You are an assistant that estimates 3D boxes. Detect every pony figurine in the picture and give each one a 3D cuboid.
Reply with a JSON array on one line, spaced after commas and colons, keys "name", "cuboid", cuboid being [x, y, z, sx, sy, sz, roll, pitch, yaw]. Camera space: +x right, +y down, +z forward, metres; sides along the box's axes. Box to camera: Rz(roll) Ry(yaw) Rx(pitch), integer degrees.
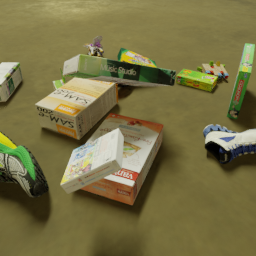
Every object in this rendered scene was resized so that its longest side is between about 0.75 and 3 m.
[{"name": "pony figurine", "cuboid": [-1.677, -4.136, 14.465, 1.066, 0.919, 1.104, -22, 56, -13]}]

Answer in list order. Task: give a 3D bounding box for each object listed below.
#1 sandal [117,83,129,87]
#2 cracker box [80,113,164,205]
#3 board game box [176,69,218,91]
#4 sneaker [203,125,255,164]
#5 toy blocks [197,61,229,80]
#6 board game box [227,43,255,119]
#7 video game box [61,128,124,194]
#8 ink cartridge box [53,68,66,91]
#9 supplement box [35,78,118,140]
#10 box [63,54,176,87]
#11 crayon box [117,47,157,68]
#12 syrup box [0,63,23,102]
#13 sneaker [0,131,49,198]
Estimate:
[{"name": "sandal", "cuboid": [-0.166, -2.058, 11.788, 0.818, 0.521, 2.175, 40, 31, 5]}, {"name": "cracker box", "cuboid": [-0.227, 0.703, 7.855, 1.787, 0.769, 2.667, 13, 39, 17]}, {"name": "board game box", "cuboid": [2.919, -2.055, 11.918, 1.539, 0.366, 0.782, 20, 41, 24]}, {"name": "sneaker", "cuboid": [3.109, 0.591, 8.109, 1.982, 0.801, 1.145, 7, 40, 21]}, {"name": "toy blocks", "cuboid": [3.792, -2.414, 12.294, 1.292, 0.645, 0.883, -1, 49, -12]}, {"name": "board game box", "cuboid": [4.202, -1.798, 10.359, 0.393, 1.815, 2.698, 14, 38, 18]}, {"name": "video game box", "cuboid": [-0.622, 0.582, 5.257, 1.108, 0.285, 1.216, -24, 22, 12]}, {"name": "ink cartridge box", "cuboid": [-2.645, -1.679, 10.813, 0.408, 1.076, 0.795, -14, 39, -18]}, {"name": "supplement box", "cuboid": [-1.673, -0.876, 9.814, 1.645, 0.960, 2.610, 16, 40, 22]}, {"name": "box", "cuboid": [-0.318, -1.590, 8.121, 2.776, 0.504, 2.003, 3, 6, -24]}, {"name": "crayon box", "cuboid": [0.430, -2.751, 12.219, 1.725, 0.503, 1.488, 17, 32, -17]}, {"name": "syrup box", "cuboid": [-5.031, -1.901, 11.354, 0.809, 0.782, 1.987, 1, 37, 1]}, {"name": "sneaker", "cuboid": [-3.141, 1.097, 7.242, 2.961, 1.155, 1.261, 19, 47, 38]}]
